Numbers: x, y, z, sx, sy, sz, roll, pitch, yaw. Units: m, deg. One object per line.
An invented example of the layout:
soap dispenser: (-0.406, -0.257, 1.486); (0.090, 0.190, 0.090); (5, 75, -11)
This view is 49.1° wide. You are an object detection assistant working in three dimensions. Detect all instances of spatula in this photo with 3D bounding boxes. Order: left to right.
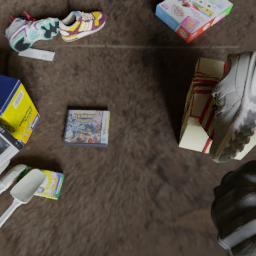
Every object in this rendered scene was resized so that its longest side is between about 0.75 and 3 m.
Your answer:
spatula: (-3.513, 1.886, 7.059); (1.846, 0.213, 2.655); (24, 57, 21)

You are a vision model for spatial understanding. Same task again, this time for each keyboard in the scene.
keyboard: (-3.184, -2.578, 9.749); (1.236, 0.066, 0.348); (10, 64, 6)

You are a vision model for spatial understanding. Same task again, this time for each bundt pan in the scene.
bundt pan: (2.602, 1.386, 4.378); (2.406, 0.903, 2.406); (7, 48, -8)

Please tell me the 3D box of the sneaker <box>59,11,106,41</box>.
sneaker: (-1.565, -3.799, 9.933); (1.867, 0.841, 0.700); (-35, 68, -17)

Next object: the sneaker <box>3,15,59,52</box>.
sneaker: (-3.465, -3.621, 9.900); (1.944, 0.756, 1.360); (-33, 64, -20)

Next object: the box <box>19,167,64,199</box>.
box: (-2.396, 1.458, 7.555); (1.171, 0.283, 0.687); (9, 66, 7)

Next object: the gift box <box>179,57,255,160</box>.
gift box: (2.593, -0.372, 7.433); (2.148, 2.173, 2.327); (7, 62, 4)

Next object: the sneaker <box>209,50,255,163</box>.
sneaker: (2.284, -0.484, 6.185); (1.056, 0.962, 2.575); (18, 83, 42)

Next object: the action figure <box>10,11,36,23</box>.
action figure: (-3.886, -4.097, 10.321); (0.951, 0.471, 0.310); (3, 63, -2)

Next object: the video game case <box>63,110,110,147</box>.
video game case: (-1.225, -0.007, 8.376); (1.290, 0.165, 1.166); (2, 63, 1)

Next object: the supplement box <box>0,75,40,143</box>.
supplement box: (-3.318, -0.503, 7.672); (1.008, 1.851, 1.014); (15, 63, 8)

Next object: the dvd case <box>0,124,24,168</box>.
dvd case: (-3.659, 0.105, 7.005); (1.920, 1.443, 0.237); (46, 41, -14)

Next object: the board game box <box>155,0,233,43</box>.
board game box: (2.436, -4.390, 10.362); (2.287, 0.461, 1.750); (-38, 74, -17)

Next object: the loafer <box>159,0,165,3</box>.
loafer: (1.371, -4.928, 10.837); (0.301, 0.295, 0.826); (-33, 84, -19)
